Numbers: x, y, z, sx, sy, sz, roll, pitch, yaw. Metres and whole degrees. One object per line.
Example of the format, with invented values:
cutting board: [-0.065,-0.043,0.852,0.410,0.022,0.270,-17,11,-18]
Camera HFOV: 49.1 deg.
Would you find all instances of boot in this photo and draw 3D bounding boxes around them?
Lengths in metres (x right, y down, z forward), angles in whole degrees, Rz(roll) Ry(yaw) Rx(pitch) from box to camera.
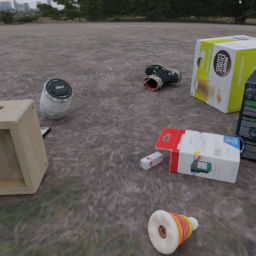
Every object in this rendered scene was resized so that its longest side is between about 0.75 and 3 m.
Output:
boot: [1.494,-2.965,16.103,1.977,0.945,2.617,-25,35,-36]

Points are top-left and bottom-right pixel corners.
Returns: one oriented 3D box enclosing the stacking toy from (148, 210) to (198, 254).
stacking toy: [1.123,2.203,6.150,1.191,0.870,0.870,4,20,-36]

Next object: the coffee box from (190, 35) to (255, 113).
coffee box: [5.063,-2.658,13.283,2.852,2.847,2.820,-10,28,-20]

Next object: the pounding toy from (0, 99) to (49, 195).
pounding toy: [-3.870,0.246,7.716,2.764,2.545,1.965,-3,27,2]

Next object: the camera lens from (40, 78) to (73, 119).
camera lens: [-2.974,-1.219,11.578,1.182,1.478,1.182,14,53,-19]

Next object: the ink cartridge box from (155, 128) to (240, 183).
ink cartridge box: [2.133,0.770,8.686,2.396,0.806,1.392,9,30,17]

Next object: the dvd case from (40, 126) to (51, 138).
dvd case: [-3.999,0.221,10.566,1.792,0.157,1.279,5,27,10]

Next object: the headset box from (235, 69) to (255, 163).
headset box: [4.556,-0.609,9.284,1.290,2.780,2.420,16,31,28]

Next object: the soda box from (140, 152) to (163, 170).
soda box: [0.746,1.027,8.826,0.779,0.265,0.248,-21,34,-36]
